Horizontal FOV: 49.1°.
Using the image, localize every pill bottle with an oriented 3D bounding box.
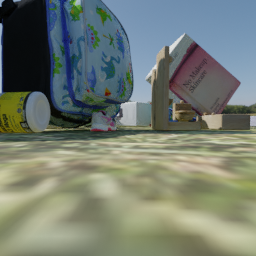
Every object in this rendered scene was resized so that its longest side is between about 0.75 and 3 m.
[{"bbox_3d":[-1.843,-0.239,4.348,1.106,0.622,0.622,-1,1,10],"label":"pill bottle"}]

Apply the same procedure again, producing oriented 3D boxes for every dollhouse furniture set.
[{"bbox_3d":[1.608,-0.802,6.579,2.045,1.667,1.945,0,1,-6],"label":"dollhouse furniture set"}]

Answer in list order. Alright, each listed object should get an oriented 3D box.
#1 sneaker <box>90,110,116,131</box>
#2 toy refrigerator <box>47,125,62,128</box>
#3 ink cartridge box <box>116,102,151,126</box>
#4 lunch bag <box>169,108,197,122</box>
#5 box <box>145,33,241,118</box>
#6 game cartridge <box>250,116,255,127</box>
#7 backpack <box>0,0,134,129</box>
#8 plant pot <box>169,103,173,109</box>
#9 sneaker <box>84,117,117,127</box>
[{"bbox_3d":[-0.458,-0.150,5.530,0.372,0.403,0.914,0,1,11],"label":"sneaker"},{"bbox_3d":[-2.500,-0.474,8.982,1.014,0.935,2.672,0,1,-2],"label":"toy refrigerator"},{"bbox_3d":[0.064,-0.580,12.531,2.438,1.016,1.770,1,1,44],"label":"ink cartridge box"},{"bbox_3d":[1.817,-0.229,9.254,1.346,0.633,1.013,12,1,6],"label":"lunch bag"},{"bbox_3d":[2.183,-1.609,9.577,2.568,1.642,1.399,38,-11,-8],"label":"box"},{"bbox_3d":[5.829,-0.296,12.701,1.788,0.543,2.681,-4,1,-6],"label":"game cartridge"},{"bbox_3d":[-1.047,-1.303,6.114,2.108,2.625,2.868,-8,-6,20],"label":"backpack"},{"bbox_3d":[1.912,-0.973,11.318,1.222,1.729,1.222,-7,-1,14],"label":"plant pot"},{"bbox_3d":[-1.214,-0.376,9.514,0.854,0.865,2.178,-23,-37,31],"label":"sneaker"}]
